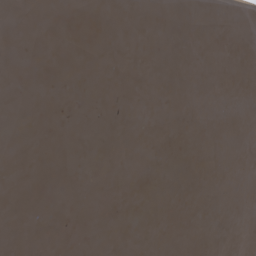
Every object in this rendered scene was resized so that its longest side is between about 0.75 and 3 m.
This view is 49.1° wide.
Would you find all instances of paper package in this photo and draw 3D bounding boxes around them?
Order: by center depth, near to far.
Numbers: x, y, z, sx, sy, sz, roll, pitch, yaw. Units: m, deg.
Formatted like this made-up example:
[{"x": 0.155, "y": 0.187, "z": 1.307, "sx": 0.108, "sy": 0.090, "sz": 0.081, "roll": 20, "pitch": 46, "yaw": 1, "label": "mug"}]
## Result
[{"x": -0.401, "y": 0.414, "z": 1.657, "sx": 2.478, "sy": 2.362, "sz": 1.282, "roll": -8, "pitch": 14, "yaw": -36, "label": "paper package"}]
